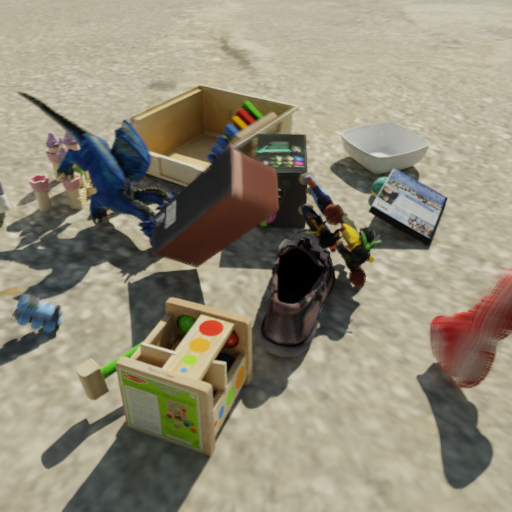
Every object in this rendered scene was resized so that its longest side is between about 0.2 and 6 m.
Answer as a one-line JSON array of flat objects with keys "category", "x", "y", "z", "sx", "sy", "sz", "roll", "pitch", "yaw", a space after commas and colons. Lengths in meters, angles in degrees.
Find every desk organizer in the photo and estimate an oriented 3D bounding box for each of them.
[{"category": "desk organizer", "x": -0.771, "y": -0.737, "z": 9.778, "sx": 0.971, "sy": 2.521, "sz": 0.904, "roll": 19, "pitch": 55, "yaw": -33}]

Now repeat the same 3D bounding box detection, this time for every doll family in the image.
[{"category": "doll family", "x": 1.406, "y": -0.428, "z": 9.693, "sx": 0.938, "sy": 2.390, "sz": 1.382, "roll": -42, "pitch": 30, "yaw": 18}]

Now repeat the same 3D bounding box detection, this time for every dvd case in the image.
[{"category": "dvd case", "x": 3.312, "y": -1.102, "z": 12.055, "sx": 1.401, "sy": 0.172, "sz": 1.963, "roll": 31, "pitch": 42, "yaw": 7}]

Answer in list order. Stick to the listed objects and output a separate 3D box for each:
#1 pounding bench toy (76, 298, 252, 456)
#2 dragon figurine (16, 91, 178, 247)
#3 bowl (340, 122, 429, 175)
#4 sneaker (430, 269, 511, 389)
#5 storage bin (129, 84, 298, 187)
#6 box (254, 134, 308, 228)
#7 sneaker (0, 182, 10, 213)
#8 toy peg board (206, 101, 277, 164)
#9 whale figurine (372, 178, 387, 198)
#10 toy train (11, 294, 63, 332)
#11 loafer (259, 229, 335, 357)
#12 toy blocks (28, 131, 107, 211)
[{"category": "pounding bench toy", "x": -1.238, "y": 1.476, "z": 7.865, "sx": 2.054, "sy": 1.276, "sz": 1.602, "roll": 13, "pitch": 37, "yaw": 17}, {"category": "dragon figurine", "x": -2.942, "y": -1.909, "z": 11.282, "sx": 2.035, "sy": 4.094, "sz": 1.205, "roll": -21, "pitch": 12, "yaw": 44}, {"category": "bowl", "x": 3.208, "y": -2.686, "z": 14.213, "sx": 1.810, "sy": 0.675, "sz": 1.807, "roll": -15, "pitch": 38, "yaw": -21}, {"category": "sneaker", "x": 3.118, "y": 0.863, "z": 8.165, "sx": 0.741, "sy": 1.892, "sz": 1.093, "roll": 20, "pitch": 14, "yaw": -30}, {"category": "storage bin", "x": -1.047, "y": -2.882, "z": 13.837, "sx": 3.048, "sy": 1.428, "sz": 3.026, "roll": 21, "pitch": 40, "yaw": 26}, {"category": "box", "x": 0.529, "y": -1.656, "z": 12.140, "sx": 1.143, "sy": 1.366, "sz": 1.839, "roll": 1, "pitch": 38, "yaw": 2}, {"category": "sneaker", "x": -6.475, "y": -1.344, "z": 12.041, "sx": 1.669, "sy": 1.024, "sz": 2.565, "roll": -27, "pitch": 43, "yaw": -30}, {"category": "toy peg board", "x": -0.547, "y": -2.806, "z": 13.290, "sx": 0.773, "sy": 1.581, "sz": 1.575, "roll": 46, "pitch": 49, "yaw": 3}, {"category": "whale figurine", "x": 3.018, "y": -1.494, "z": 12.697, "sx": 0.693, "sy": 0.452, "sz": 0.871, "roll": -18, "pitch": 33, "yaw": -23}, {"category": "toy train", "x": -3.529, "y": 0.937, "z": 9.115, "sx": 0.801, "sy": 0.458, "sz": 0.347, "roll": 22, "pitch": 17, "yaw": -30}, {"category": "loafer", "x": 0.789, "y": 0.335, "z": 9.672, "sx": 1.147, "sy": 1.005, "sz": 3.190, "roll": 9, "pitch": 36, "yaw": 9}, {"category": "toy blocks", "x": -3.949, "y": -2.167, "z": 12.626, "sx": 1.979, "sy": 1.666, "sz": 1.849, "roll": -1, "pitch": 35, "yaw": -2}]
